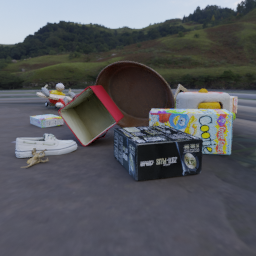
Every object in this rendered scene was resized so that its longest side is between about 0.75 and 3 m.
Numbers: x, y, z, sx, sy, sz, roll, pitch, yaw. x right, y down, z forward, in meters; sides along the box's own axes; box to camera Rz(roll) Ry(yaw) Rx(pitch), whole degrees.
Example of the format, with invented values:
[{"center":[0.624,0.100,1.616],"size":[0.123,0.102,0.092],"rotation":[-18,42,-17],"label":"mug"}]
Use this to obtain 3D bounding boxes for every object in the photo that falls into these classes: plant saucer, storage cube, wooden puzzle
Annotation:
[{"center":[0.262,-1.064,9.589],"size":[2.877,2.877,0.526],"rotation":[5,39,24],"label":"plant saucer"},{"center":[-1.103,-0.421,8.856],"size":[1.313,1.536,1.381],"rotation":[-36,4,13],"label":"storage cube"},{"center":[2.478,-1.105,12.628],"size":[0.267,1.327,1.434],"rotation":[18,-5,46],"label":"wooden puzzle"}]

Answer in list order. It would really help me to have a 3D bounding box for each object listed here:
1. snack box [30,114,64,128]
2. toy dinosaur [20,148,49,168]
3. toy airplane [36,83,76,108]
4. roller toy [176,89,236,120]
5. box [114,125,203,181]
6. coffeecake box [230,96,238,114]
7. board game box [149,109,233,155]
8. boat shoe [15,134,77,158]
[{"center":[-3.550,-0.324,12.220],"size":[0.996,0.371,1.401],"rotation":[-8,13,-36],"label":"snack box"},{"center":[-2.213,0.765,6.768],"size":[0.522,0.300,1.032],"rotation":[-18,21,0],"label":"toy dinosaur"},{"center":[-4.410,-2.040,18.013],"size":[2.329,1.651,2.339],"rotation":[10,5,5],"label":"toy airplane"},{"center":[2.922,-0.740,11.051],"size":[2.080,1.593,2.280],"rotation":[8,14,41],"label":"roller toy"},{"center":[0.602,0.492,6.530],"size":[1.504,0.791,1.836],"rotation":[-3,11,-18],"label":"box"},{"center":[4.476,-1.326,16.000],"size":[2.721,0.994,2.089],"rotation":[-5,12,-27],"label":"coffeecake box"},{"center":[1.735,0.051,8.038],"size":[2.190,1.128,1.149],"rotation":[1,10,8],"label":"board game box"},{"center":[-2.162,0.426,7.570],"size":[1.662,0.555,0.611],"rotation":[-7,13,-35],"label":"boat shoe"}]
